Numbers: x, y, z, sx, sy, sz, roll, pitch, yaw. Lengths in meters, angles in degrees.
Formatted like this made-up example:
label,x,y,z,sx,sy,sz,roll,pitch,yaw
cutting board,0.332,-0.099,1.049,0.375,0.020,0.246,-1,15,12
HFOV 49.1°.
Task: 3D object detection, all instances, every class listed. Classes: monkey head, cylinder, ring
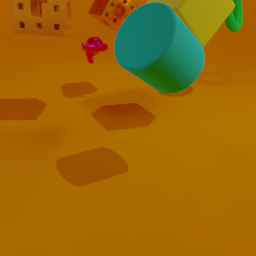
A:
label,x,y,z,sx,sy,sz,roll,pitch,yaw
monkey head,-1.096,-2.534,9.074,0.662,0.790,1.098,-27,34,-28
cylinder,0.538,-1.273,4.663,1.126,1.126,1.126,27,4,39
ring,3.223,-3.699,8.640,0.293,1.463,1.463,-3,23,37

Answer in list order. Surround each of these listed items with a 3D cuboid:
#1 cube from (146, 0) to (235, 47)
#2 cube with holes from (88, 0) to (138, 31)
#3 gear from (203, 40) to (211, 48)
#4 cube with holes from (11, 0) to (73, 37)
label,x,y,z,sx,sy,sz,roll,pitch,yaw
cube,1.444,-2.862,6.555,1.246,1.246,1.246,-52,41,2
cube with holes,-0.480,-3.712,8.785,0.933,0.933,0.933,24,9,-40
gear,2.471,-3.231,10.754,1.317,0.244,1.317,-10,26,5
cube with holes,-2.111,-3.000,7.093,1.229,1.229,1.229,2,18,-3
